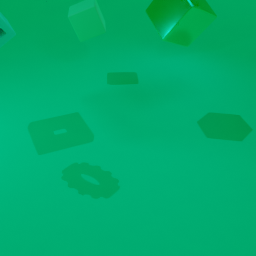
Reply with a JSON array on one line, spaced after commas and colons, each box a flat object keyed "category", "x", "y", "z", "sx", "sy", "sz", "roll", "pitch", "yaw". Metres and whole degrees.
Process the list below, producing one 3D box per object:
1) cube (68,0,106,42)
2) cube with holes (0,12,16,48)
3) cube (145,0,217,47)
[{"category": "cube", "x": -1.395, "y": -3.744, "z": 9.654, "sx": 0.971, "sy": 0.971, "sz": 0.971, "roll": -18, "pitch": 41, "yaw": 9}, {"category": "cube with holes", "x": -3.690, "y": -2.417, "z": 6.341, "sx": 1.392, "sy": 1.392, "sz": 1.392, "roll": -40, "pitch": 44, "yaw": -1}, {"category": "cube", "x": 1.219, "y": -2.655, "z": 6.515, "sx": 0.998, "sy": 0.998, "sz": 0.998, "roll": -3, "pitch": 60, "yaw": -43}]
